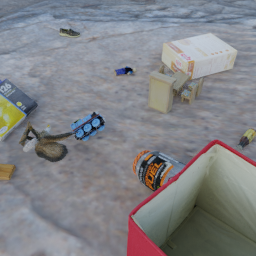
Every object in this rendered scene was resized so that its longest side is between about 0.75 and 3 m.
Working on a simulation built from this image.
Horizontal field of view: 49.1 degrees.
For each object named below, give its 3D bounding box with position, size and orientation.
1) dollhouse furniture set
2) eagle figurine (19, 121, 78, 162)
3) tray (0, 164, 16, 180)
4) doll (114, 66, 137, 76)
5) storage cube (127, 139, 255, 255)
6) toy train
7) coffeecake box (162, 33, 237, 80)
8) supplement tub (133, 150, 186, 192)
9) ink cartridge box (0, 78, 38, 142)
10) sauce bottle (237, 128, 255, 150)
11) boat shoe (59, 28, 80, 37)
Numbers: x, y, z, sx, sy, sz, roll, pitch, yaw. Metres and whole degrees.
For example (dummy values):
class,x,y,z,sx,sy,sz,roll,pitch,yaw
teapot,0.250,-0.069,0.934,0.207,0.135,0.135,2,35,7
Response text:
class,x,y,z,sx,sy,sz,roll,pitch,yaw
dollhouse furniture set,1.656,-1.717,10.502,1.790,1.357,2.042,25,48,24
eagle figurine,-2.242,0.346,7.946,1.449,1.099,1.093,24,76,-18
tray,-3.829,1.256,8.194,0.923,0.171,0.455,3,43,5
doll,-0.106,-2.494,12.162,0.991,0.240,0.676,-9,44,-9
storage cube,1.720,2.376,5.128,2.538,2.669,2.969,-33,55,-31
toy train,-1.291,-0.085,9.123,1.180,0.511,0.674,-33,57,8
coffeecake box,3.090,-3.188,12.389,2.546,0.930,1.955,-17,46,-17
supplement tub,0.940,1.240,7.412,1.016,1.016,1.658,-30,34,-29
ink cartridge box,-4.439,-0.818,9.517,1.965,0.462,1.942,41,48,-10
sauce bottle,3.818,0.377,9.045,0.320,0.320,0.969,30,54,29
boat shoe,-3.098,-5.065,14.815,1.156,0.380,0.413,9,44,9
